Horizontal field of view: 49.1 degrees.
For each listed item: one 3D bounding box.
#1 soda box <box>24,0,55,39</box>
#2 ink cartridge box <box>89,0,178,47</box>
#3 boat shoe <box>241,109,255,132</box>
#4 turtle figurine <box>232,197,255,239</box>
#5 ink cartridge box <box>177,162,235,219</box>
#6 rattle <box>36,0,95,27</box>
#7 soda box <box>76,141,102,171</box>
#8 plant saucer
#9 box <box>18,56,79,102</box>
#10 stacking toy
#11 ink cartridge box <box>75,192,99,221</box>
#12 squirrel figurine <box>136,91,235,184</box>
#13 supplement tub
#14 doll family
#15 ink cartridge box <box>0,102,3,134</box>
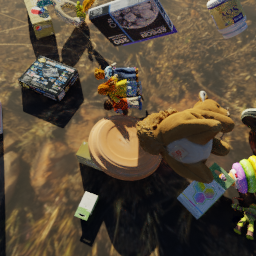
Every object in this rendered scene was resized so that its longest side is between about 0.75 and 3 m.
[{"bbox_3d":[-4.203,-5.394,13.056,0.878,0.830,2.592,-19,61,-11],"label":"soda box"},{"bbox_3d":[0.243,-3.357,9.241,2.244,2.265,0.492,-5,72,29],"label":"ink cartridge box"},{"bbox_3d":[5.049,0.274,9.439,2.737,0.983,0.926,35,60,18],"label":"boat shoe"},{"bbox_3d":[3.656,2.680,8.272,1.355,0.436,1.093,26,62,15],"label":"turtle figurine"},{"bbox_3d":[2.344,1.851,8.394,1.611,0.478,0.836,-46,65,3],"label":"ink cartridge box"},{"bbox_3d":[-2.813,-5.688,12.436,2.283,1.631,1.487,33,64,-13],"label":"rattle"},{"bbox_3d":[-0.775,1.059,9.182,1.768,0.599,0.566,18,60,11],"label":"soda box"},{"bbox_3d":[-0.037,0.522,9.275,2.532,0.409,2.532,9,50,-11],"label":"plant saucer"},{"bbox_3d":[-3.150,-1.997,11.174,1.882,0.433,1.496,22,61,13],"label":"box"},{"bbox_3d":[3.746,1.480,8.656,2.684,1.473,1.558,-12,61,7],"label":"stacking toy"},{"bbox_3d":[-1.258,2.404,8.560,0.419,0.239,0.808,18,60,11],"label":"ink cartridge box"},{"bbox_3d":[1.384,-0.072,6.723,2.254,1.595,2.104,7,36,29],"label":"squirrel figurine"},{"bbox_3d":[3.293,-3.746,9.244,0.954,0.954,1.312,-42,111,-23],"label":"supplement tub"},{"bbox_3d":[-0.408,-1.776,10.462,1.658,1.203,2.671,-3,51,-6],"label":"doll family"},{"bbox_3d":[-5.339,-0.707,9.465,1.431,1.979,1.457,-13,59,-6],"label":"ink cartridge box"}]
